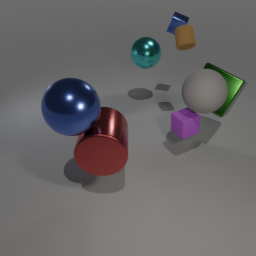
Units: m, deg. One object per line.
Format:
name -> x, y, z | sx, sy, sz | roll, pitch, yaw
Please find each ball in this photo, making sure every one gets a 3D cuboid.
ball -> 2.401, -1.151, 8.829 | 1.400, 1.400, 1.400 | 0, 31, 0
ball -> 0.806, -3.392, 12.670 | 1.400, 1.400, 1.400 | 0, 31, 0
ball -> -1.356, -0.502, 6.725 | 1.400, 1.400, 1.400 | 0, 31, 0

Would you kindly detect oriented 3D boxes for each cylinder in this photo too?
cylinder -> -0.692, 0.348, 7.703 | 1.400, 1.400, 1.400 | 0, 34, 0
cylinder -> 2.090, -3.305, 10.271 | 0.700, 0.700, 0.700 | -7, -4, -1

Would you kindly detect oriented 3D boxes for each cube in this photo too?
cube -> 1.930, -0.169, 9.445 | 0.700, 0.700, 0.700 | -19, 37, -20
cube -> 2.196, -4.555, 12.317 | 0.700, 0.700, 0.700 | 24, 44, 1
cube -> 3.200, -1.359, 10.024 | 1.400, 1.400, 1.400 | 34, 20, 19
